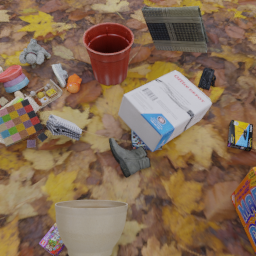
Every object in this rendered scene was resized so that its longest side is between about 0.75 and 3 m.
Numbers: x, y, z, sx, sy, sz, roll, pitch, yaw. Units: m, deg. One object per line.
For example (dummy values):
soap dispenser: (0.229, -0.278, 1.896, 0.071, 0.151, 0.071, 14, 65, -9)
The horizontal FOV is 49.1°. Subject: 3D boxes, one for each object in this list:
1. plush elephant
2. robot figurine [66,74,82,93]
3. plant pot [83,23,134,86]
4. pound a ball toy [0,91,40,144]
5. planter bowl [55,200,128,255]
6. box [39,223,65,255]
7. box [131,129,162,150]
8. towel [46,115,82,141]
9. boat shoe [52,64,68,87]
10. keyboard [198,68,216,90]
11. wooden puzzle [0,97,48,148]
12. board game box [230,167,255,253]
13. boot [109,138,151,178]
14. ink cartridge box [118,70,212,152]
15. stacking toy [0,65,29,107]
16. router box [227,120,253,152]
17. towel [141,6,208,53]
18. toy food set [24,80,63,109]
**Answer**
plush elephant: (-4.453, -3.376, 13.235, 1.196, 1.452, 1.124, 10, 73, -1)
robot figurine: (-2.418, -1.970, 12.525, 0.700, 0.567, 0.973, 2, 54, -1)
plant pot: (-0.826, -3.143, 12.437, 2.130, 2.071, 2.130, 0, 54, 0)
pound a ball toy: (-4.590, -0.444, 11.360, 1.471, 0.959, 2.256, 5, 51, 41)
planter bowl: (-1.095, 2.962, 8.265, 2.154, 2.154, 1.449, 1, 82, 1)
box: (-2.214, 3.448, 8.873, 0.676, 0.193, 0.988, 28, 59, 19)
box: (0.698, 0.096, 11.183, 1.163, 0.339, 1.698, -2, 54, -2)
towel: (-2.398, 0.014, 10.471, 1.330, 1.101, 0.569, 28, 93, 59)
boat shoe: (-3.063, -2.486, 12.910, 0.546, 0.535, 1.532, -24, 55, -11)
keyboard: (3.755, -2.342, 12.976, 0.728, 0.277, 1.399, 17, 57, 12)
wooden puzzle: (-4.026, -0.202, 10.240, 1.413, 0.167, 2.383, -27, 73, -17)
board game box: (4.825, 2.431, 8.354, 2.208, 2.206, 2.207, -10, 55, -7)
boot: (0.058, 0.939, 10.435, 1.116, 0.578, 1.708, -25, 67, -13)
ink cartridge box: (1.441, -0.749, 10.834, 2.919, 1.229, 2.111, -29, 66, -31)
stacking toy: (-5.784, -1.709, 12.409, 2.326, 1.085, 2.569, 16, 48, 43)
router box: (4.442, 0.292, 11.065, 0.875, 0.300, 1.174, 13, 55, 9)
towel: (2.156, -4.393, 12.495, 2.715, 2.614, 0.469, 14, 67, 29)
toy food set: (-3.699, -1.525, 12.295, 1.371, 0.414, 0.984, -37, 62, -23)
